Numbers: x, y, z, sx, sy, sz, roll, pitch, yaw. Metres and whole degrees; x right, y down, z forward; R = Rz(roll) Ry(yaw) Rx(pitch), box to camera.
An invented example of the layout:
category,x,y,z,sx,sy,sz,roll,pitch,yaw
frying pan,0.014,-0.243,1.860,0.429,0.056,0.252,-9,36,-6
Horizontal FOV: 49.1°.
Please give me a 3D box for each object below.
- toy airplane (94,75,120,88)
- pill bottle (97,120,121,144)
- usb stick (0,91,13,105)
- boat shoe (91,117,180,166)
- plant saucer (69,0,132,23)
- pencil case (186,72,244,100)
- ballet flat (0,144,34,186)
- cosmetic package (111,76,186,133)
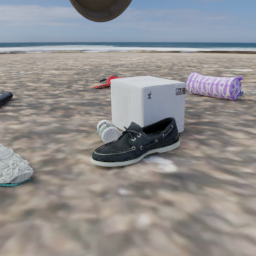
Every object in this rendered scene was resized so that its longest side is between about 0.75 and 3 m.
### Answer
category,x,y,z,sx,sy,sz,roll,pitch,yaw
toy airplane,-0.364,-2.490,15.007,2.960,0.544,2.960,0,18,0
pill bottle,-0.520,0.093,7.252,0.481,0.481,0.850,-5,18,-16
usb stick,-5.189,-1.070,10.944,0.653,0.384,2.355,-1,18,-1
boat shoe,0.243,0.221,6.340,2.410,0.799,0.901,-10,21,-29
plant saucer,-0.354,-2.212,3.860,1.422,1.422,0.210,-18,39,-43
pencil case,3.769,-1.906,12.364,2.422,1.035,1.016,17,-3,43
ballet flat,-3.004,0.513,5.491,2.456,0.881,0.881,8,20,21
cosmetic package,0.528,-0.653,7.991,1.423,1.424,1.726,-11,21,-28
